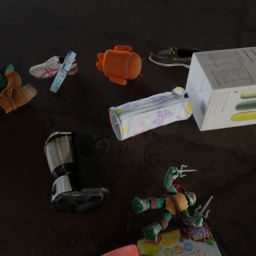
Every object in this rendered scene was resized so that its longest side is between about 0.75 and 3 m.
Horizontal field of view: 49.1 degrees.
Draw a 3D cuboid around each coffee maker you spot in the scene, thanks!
[{"bbox_3d":[-1.319,1.242,8.371,2.138,1.499,2.226,-13,52,-12],"label":"coffee maker"}]

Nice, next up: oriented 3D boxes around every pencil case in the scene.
[{"bbox_3d":[0.807,-0.534,9.974,2.951,1.339,1.227,-18,90,-13],"label":"pencil case"}]

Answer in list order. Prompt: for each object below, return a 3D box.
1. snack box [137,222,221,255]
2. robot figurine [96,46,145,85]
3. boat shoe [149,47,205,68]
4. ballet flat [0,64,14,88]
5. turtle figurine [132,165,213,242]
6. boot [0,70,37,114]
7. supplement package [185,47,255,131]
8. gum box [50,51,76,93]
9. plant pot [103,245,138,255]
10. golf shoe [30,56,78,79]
[{"bbox_3d":[1.355,3.389,7.179,1.968,0.521,1.400,-12,51,-10],"label":"snack box"},{"bbox_3d":[-0.305,-2.681,11.922,2.004,1.168,1.441,8,46,8],"label":"robot figurine"},{"bbox_3d":[2.232,-3.291,12.675,2.519,0.758,0.898,9,50,7],"label":"boat shoe"},{"bbox_3d":[-5.448,-2.173,11.930,0.566,0.562,1.654,-2,39,10],"label":"ballet flat"},{"bbox_3d":[1.323,2.122,7.826,2.333,1.175,1.747,-17,53,-31],"label":"turtle figurine"},{"bbox_3d":[-4.799,-1.443,11.253,1.932,0.741,1.500,37,63,19],"label":"boot"},{"bbox_3d":[3.808,-1.444,10.241,2.725,2.068,2.053,-7,50,-6],"label":"supplement package"},{"bbox_3d":[-2.431,-2.094,10.485,0.283,1.272,1.081,27,45,-17],"label":"gum box"},{"bbox_3d":[-0.330,3.709,6.274,1.727,1.727,1.528,-17,63,-14],"label":"plant pot"},{"bbox_3d":[-3.247,-2.723,12.092,2.045,0.942,0.743,-12,51,-8],"label":"golf shoe"}]
